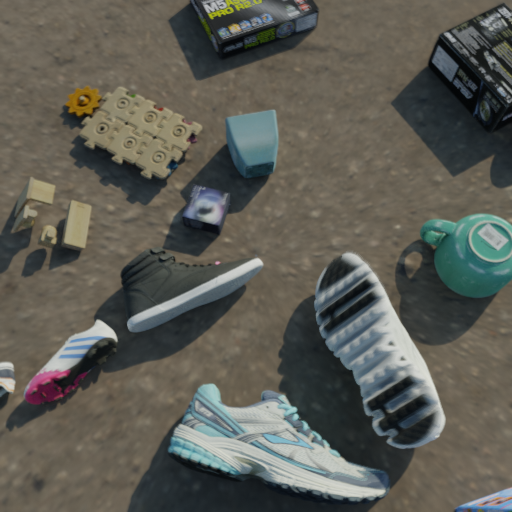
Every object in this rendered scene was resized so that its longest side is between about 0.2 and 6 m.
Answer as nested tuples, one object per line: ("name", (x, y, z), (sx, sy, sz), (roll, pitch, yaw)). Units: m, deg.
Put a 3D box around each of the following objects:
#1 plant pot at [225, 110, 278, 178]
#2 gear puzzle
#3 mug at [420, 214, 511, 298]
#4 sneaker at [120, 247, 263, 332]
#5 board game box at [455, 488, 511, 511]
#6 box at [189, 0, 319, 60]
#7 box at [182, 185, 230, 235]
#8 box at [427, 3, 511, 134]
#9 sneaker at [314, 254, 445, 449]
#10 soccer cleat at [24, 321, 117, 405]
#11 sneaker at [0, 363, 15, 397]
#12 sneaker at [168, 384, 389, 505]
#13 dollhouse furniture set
("plant pot", (-0.025, -2.101, 10.925), (0.980, 0.977, 0.998), (-11, 74, -4))
("gear puzzle", (-2.698, -2.603, 11.463), (3.022, 0.396, 1.565), (28, 72, 14))
("mug", (3.869, -0.053, 9.990), (1.668, 1.031, 1.370), (1, 67, 0))
("sneaker", (-1.239, 0.259, 9.920), (2.583, 0.913, 1.281), (-23, 72, -7))
("board game box", (4.011, 3.448, 7.837), (1.741, 2.302, 0.421), (-16, 68, -6))
("box", (-0.087, -5.626, 12.597), (2.413, 0.534, 1.933), (-21, 69, -9))
("box", (-0.935, -0.885, 10.662), (0.732, 0.454, 0.738), (14, 68, 4))
("box", (5.011, -3.925, 11.665), (1.776, 0.934, 2.168), (-30, 70, -12))
("sneaker", (2.029, 1.519, 9.272), (1.276, 1.376, 3.396), (-34, 58, 22))
("soccer cleat", (-3.158, 1.803, 9.532), (1.766, 0.617, 0.763), (-36, 44, -7))
("sneaker", (-4.717, 2.260, 9.289), (1.379, 0.541, 0.548), (-19, 63, -10))
("sneaker", (0.425, 2.854, 8.652), (3.399, 1.319, 1.467), (14, 65, 5))
("dollhouse furniture set", (-3.925, -0.645, 10.691), (1.177, 0.959, 1.120), (16, 63, -31))
